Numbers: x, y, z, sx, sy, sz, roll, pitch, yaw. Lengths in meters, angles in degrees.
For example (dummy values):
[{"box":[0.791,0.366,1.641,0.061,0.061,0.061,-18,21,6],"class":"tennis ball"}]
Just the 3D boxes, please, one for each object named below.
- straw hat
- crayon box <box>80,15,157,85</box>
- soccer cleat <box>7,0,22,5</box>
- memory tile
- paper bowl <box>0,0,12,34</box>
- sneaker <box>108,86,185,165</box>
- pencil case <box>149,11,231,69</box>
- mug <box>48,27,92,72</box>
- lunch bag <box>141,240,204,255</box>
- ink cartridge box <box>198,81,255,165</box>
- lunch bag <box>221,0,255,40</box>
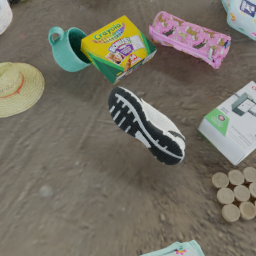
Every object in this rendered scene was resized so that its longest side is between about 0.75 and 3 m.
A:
[{"box":[-3.670,-1.414,8.316,2.176,0.921,2.176,0,61,1],"class":"straw hat"},{"box":[-0.277,-2.462,8.731,1.816,0.529,1.567,-39,84,-25],"class":"crayon box"},{"box":[-4.035,-5.030,10.613,1.135,0.367,0.475,-30,62,-15],"class":"soccer cleat"},{"box":[3.056,1.625,7.092,1.660,0.139,1.272,-9,62,-6],"class":"memory tile"},{"box":[-4.901,-3.807,9.612,1.782,0.927,1.782,0,61,0],"class":"paper bowl"},{"box":[0.506,-0.131,7.373,2.513,0.926,1.005,47,31,0],"class":"sneaker"},{"box":[1.963,-2.865,9.049,2.563,1.109,1.061,28,100,15],"class":"pencil case"},{"box":[-1.802,-2.448,8.622,0.887,1.434,1.178,-19,23,31],"class":"mug"},{"box":[0.596,3.786,4.980,2.512,1.798,2.949,-14,68,-7],"class":"lunch bag"},{"box":[3.178,-0.179,7.680,1.964,0.825,1.433,-35,67,-18],"class":"ink cartridge box"},{"box":[4.190,-4.540,9.291,1.579,2.206,2.590,-6,62,2],"class":"lunch bag"}]
